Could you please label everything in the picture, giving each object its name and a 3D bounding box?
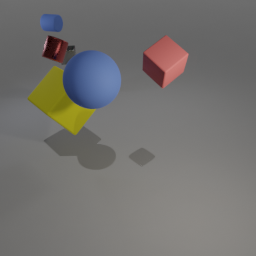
[{"bbox_3d":[-2.881,-3.517,13.505,0.700,0.700,0.700,-5,34,-3],"label":"cube"},{"bbox_3d":[-0.869,-1.160,6.796,1.400,1.400,1.400,0,31,0],"label":"ball"},{"bbox_3d":[-3.281,-4.519,12.051,0.700,0.700,0.700,10,32,19],"label":"cylinder"},{"bbox_3d":[-2.374,-2.554,9.131,0.700,0.700,0.700,18,7,-2],"label":"cylinder"},{"bbox_3d":[0.812,-1.470,6.275,0.700,0.700,0.700,-40,73,-13],"label":"cube"},{"bbox_3d":[-2.038,-0.885,9.045,1.400,1.400,1.400,32,82,39],"label":"cube"}]
